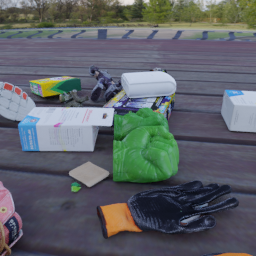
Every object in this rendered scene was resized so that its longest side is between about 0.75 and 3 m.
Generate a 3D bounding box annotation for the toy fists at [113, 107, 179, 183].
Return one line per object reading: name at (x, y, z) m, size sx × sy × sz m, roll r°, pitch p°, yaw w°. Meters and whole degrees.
toy fists at (0.391, 0.288, 6.844) m, size 1.489 × 1.004 × 2.921 m, roll 0°, pitch 23°, yaw -2°

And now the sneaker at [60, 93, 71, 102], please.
sneaker at (-2.453, -1.234, 11.105) m, size 0.371 × 0.277 × 0.826 m, roll -5°, pitch 21°, yaw 1°

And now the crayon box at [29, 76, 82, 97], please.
crayon box at (-3.053, -1.771, 11.679) m, size 1.620 × 0.547 × 1.877 m, roll -13°, pitch 18°, yaw -29°

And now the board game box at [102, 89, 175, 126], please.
board game box at (0.450, -0.694, 9.447) m, size 1.944 × 0.667 × 2.352 m, roll 5°, pitch 24°, yaw 17°

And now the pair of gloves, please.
pair of gloves at (1.068, 1.777, 4.294) m, size 2.656 × 0.369 × 2.981 m, roll -10°, pitch 23°, yaw -18°

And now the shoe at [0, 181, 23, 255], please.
shoe at (-2.049, 1.631, 3.816) m, size 1.266 × 0.994 × 2.783 m, roll -18°, pitch 26°, yaw -28°

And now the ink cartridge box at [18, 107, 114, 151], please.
ink cartridge box at (-1.566, 0.007, 7.684) m, size 2.347 × 0.796 × 1.351 m, roll 0°, pitch 24°, yaw 1°

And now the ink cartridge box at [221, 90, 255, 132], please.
ink cartridge box at (4.426, -0.504, 8.711) m, size 2.645 × 0.890 × 1.537 m, roll 4°, pitch 25°, yaw 6°

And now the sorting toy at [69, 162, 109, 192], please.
sorting toy at (-0.951, 1.074, 6.076) m, size 0.680 × 0.135 × 0.920 m, roll 23°, pitch 34°, yaw 37°

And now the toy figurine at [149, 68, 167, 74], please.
toy figurine at (1.342, -2.289, 12.773) m, size 0.617 × 0.873 × 0.886 m, roll -15°, pitch 27°, yaw -18°

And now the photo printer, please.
photo printer at (0.741, -1.540, 9.749) m, size 1.757 × 0.610 × 1.462 m, roll -5°, pitch 25°, yaw -9°

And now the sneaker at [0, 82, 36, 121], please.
sneaker at (-4.280, -1.040, 9.087) m, size 2.671 × 1.029 × 1.094 m, roll 27°, pitch -9°, yaw -19°

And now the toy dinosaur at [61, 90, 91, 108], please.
toy dinosaur at (-1.863, -0.654, 9.513) m, size 1.026 × 0.772 × 2.007 m, roll -10°, pitch 28°, yaw 13°

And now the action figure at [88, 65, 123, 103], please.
action figure at (-0.933, -1.892, 11.668) m, size 1.635 × 0.872 × 2.513 m, roll 19°, pitch 29°, yaw -16°
